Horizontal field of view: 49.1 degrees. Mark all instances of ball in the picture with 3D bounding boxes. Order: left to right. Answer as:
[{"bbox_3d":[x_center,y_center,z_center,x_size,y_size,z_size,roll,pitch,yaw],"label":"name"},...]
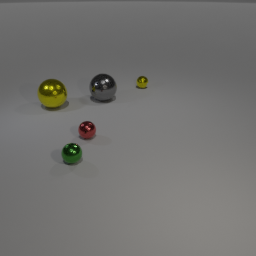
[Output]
[{"bbox_3d":[-3.605,-1.650,13.383,1.400,1.400,1.400,0,28,0],"label":"ball"},{"bbox_3d":[-1.892,0.848,9.439,0.700,0.700,0.700,0,28,0],"label":"ball"},{"bbox_3d":[-1.593,0.072,10.930,0.700,0.700,0.700,0,28,0],"label":"ball"},{"bbox_3d":[-1.265,-2.058,14.234,1.400,1.400,1.400,0,28,0],"label":"ball"},{"bbox_3d":[0.825,-2.638,16.080,0.700,0.700,0.700,0,28,0],"label":"ball"}]
